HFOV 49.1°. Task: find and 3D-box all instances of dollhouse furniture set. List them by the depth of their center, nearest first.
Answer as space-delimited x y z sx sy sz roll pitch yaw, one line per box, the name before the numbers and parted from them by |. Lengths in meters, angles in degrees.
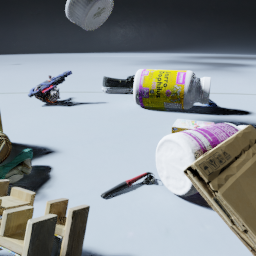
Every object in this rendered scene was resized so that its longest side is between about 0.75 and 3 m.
dollhouse furniture set | -1.865 1.502 3.162 1.924 1.458 2.195 9 -2 25

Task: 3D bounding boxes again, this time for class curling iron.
curling iron | 0.031 1.093 5.436 1.269 0.162 0.315 -12 22 -32

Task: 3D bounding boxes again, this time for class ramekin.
ramekin | -1.205 -4.058 9.362 0.784 1.683 1.683 45 32 9

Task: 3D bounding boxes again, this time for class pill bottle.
pill bottle | 1.679 0.528 5.544 2.079 1.167 1.167 -11 21 -30
pill bottle | 1.784 -1.566 11.279 2.924 1.524 1.524 5 19 14

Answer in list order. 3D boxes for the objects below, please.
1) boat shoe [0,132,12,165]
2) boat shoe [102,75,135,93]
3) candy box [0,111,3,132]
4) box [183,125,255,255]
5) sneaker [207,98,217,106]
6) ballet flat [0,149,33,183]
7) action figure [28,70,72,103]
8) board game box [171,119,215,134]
boat shoe | -3.029 0.832 5.106 0.787 0.920 2.510 5 29 27
boat shoe | 0.115 -2.322 14.637 2.988 0.846 1.026 -5 19 -14
candy box | -4.275 0.034 6.809 0.622 1.298 2.249 16 24 39
box | 2.048 0.928 4.191 2.273 0.242 1.858 -20 64 -47
sneaker | 3.418 -1.134 11.902 0.288 0.320 0.821 -14 22 -37
ballet flat | -2.310 0.870 5.833 0.478 0.457 1.358 29 25 9
action figure | -3.382 -1.747 12.612 2.157 1.128 2.086 -31 33 -13
board game box | 2.010 0.001 8.599 1.189 0.240 0.910 7 20 20
